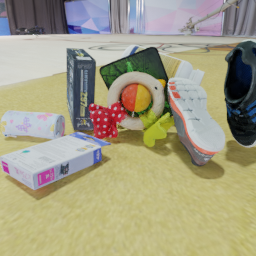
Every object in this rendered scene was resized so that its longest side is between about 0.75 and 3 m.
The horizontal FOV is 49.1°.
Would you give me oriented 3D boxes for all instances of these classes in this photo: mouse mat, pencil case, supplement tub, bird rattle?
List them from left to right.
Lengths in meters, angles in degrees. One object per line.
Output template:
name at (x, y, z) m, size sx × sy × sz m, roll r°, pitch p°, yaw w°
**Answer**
pencil case at (-2.728, -0.077, 8.094) m, size 1.788 × 0.743 × 0.811 m, roll 3°, pitch 41°, yaw 9°
bird rattle at (0.118, -0.557, 7.813) m, size 2.452 × 1.999 × 1.381 m, roll 13°, pitch 9°, yaw 15°
mouse mat at (0.359, -1.056, 8.075) m, size 1.755 × 2.181 × 0.082 m, roll -19°, pitch 27°, yaw 14°
supplement tub at (1.055, -1.569, 9.669) m, size 2.710 × 1.957 × 1.957 m, roll 22°, pitch 27°, yaw 11°

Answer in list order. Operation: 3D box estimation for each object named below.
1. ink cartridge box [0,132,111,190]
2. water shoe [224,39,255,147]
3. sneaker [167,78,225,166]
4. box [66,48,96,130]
ink cartridge box at (-1.593, 0.661, 6.555) m, size 1.319 × 0.464 × 2.211 m, roll 15°, pitch 25°, yaw 38°
water shoe at (2.734, -0.681, 6.938) m, size 1.123 × 2.846 × 1.017 m, roll -29°, pitch 30°, yaw -35°
sneaker at (1.483, -0.217, 7.189) m, size 1.062 × 1.128 × 2.755 m, roll 4°, pitch 45°, yaw -12°
box at (-1.628, -1.399, 9.331) m, size 0.699 × 2.161 × 2.740 m, roll -1°, pitch 22°, yaw -16°
